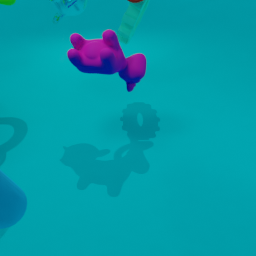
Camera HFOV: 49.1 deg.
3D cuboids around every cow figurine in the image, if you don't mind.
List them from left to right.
[{"bbox_3d":[-0.419,-1.466,6.337,1.626,1.600,0.893,1,71,13],"label":"cow figurine"}]

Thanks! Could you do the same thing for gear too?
[{"bbox_3d":[0.235,-3.324,8.001,0.343,1.853,1.853,27,36,-4],"label":"gear"}]

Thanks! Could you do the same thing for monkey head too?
[{"bbox_3d":[-1.278,-2.940,6.446,1.474,0.888,1.061,-34,59,9],"label":"monkey head"}]

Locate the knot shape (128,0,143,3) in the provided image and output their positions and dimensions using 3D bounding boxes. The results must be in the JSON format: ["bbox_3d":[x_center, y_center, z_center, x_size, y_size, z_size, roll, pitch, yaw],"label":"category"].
[{"bbox_3d":[0.037,-3.574,6.690,0.579,1.172,1.252,-28,16,25],"label":"knot shape"}]

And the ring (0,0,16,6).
[{"bbox_3d":[-3.830,-3.623,7.170,1.828,0.366,1.828,20,20,-7],"label":"ring"}]

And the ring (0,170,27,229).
[{"bbox_3d":[-1.555,0.139,2.278,1.822,1.822,0.364,26,63,33],"label":"ring"}]
